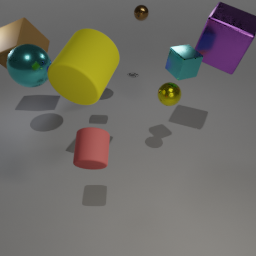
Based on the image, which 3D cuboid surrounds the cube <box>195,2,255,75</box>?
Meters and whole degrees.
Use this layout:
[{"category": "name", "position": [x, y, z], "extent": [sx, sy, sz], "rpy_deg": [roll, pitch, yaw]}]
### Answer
[{"category": "cube", "position": [3.045, -2.809, 8.742], "extent": [1.400, 1.400, 1.400], "rpy_deg": [27, 49, 9]}]

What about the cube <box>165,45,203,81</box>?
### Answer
[{"category": "cube", "position": [1.606, -1.895, 8.088], "extent": [0.700, 0.700, 0.700], "rpy_deg": [-15, 49, -25]}]

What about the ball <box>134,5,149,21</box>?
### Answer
[{"category": "ball", "position": [0.625, -5.406, 13.156], "extent": [0.700, 0.700, 0.700], "rpy_deg": [0, 31, 0]}]

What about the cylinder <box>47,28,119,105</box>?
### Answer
[{"category": "cylinder", "position": [-1.103, -1.550, 7.177], "extent": [1.400, 1.400, 1.400], "rpy_deg": [12, 56, 19]}]

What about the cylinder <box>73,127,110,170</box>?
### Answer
[{"category": "cylinder", "position": [-0.751, 0.437, 5.811], "extent": [0.700, 0.700, 0.700], "rpy_deg": [1, 66, 2]}]

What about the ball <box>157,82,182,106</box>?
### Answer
[{"category": "ball", "position": [1.217, -0.991, 8.226], "extent": [0.700, 0.700, 0.700], "rpy_deg": [0, 31, 0]}]

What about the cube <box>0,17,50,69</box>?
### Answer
[{"category": "cube", "position": [-4.076, -3.036, 10.708], "extent": [1.400, 1.400, 1.400], "rpy_deg": [-11, 62, 25]}]

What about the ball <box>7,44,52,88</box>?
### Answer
[{"category": "ball", "position": [-3.209, -2.028, 9.158], "extent": [1.400, 1.400, 1.400], "rpy_deg": [0, 31, 0]}]
